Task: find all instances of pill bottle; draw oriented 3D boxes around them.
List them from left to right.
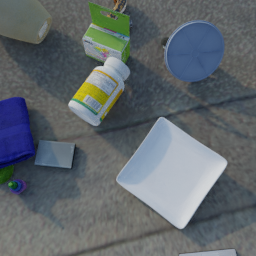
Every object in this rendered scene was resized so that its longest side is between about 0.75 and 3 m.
[{"bbox_3d":[-1.015,-1.439,10.684,1.398,1.398,2.479,32,78,10],"label":"pill bottle"}]

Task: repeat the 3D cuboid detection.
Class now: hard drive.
[{"bbox_3d":[-2.718,0.997,10.541,1.389,0.228,0.970,5,71,2],"label":"hard drive"}]

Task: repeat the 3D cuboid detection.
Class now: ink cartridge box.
[{"bbox_3d":[-0.870,-3.555,11.004,1.734,2.347,0.889,23,72,8],"label":"ink cartridge box"}]

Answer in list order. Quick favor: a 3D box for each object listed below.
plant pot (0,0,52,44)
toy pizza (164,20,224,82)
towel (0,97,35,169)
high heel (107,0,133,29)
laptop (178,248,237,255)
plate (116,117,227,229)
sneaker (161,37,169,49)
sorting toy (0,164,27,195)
[{"bbox_3d":[-4.707,-4.767,11.544,2.797,2.619,2.619,31,73,-8],"label":"plant pot"},{"bbox_3d":[2.619,-3.023,11.149,2.427,2.427,0.385,-8,29,-3],"label":"toy pizza"},{"bbox_3d":[-4.599,0.178,10.509,1.947,0.653,2.636,-16,65,-8],"label":"towel"},{"bbox_3d":[-0.835,-5.306,12.404,1.610,0.806,2.258,-14,80,-11],"label":"high heel"},{"bbox_3d":[2.764,4.963,8.639,1.957,1.211,2.090,-5,71,-2],"label":"laptop"},{"bbox_3d":[1.533,1.550,10.007,2.889,0.467,2.883,35,85,11],"label":"plate"},{"bbox_3d":[2.321,-3.599,11.692,1.874,1.082,0.703,22,72,7],"label":"sneaker"},{"bbox_3d":[-4.928,1.318,10.025,2.935,1.011,1.018,36,74,12],"label":"sorting toy"}]
